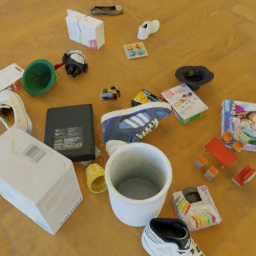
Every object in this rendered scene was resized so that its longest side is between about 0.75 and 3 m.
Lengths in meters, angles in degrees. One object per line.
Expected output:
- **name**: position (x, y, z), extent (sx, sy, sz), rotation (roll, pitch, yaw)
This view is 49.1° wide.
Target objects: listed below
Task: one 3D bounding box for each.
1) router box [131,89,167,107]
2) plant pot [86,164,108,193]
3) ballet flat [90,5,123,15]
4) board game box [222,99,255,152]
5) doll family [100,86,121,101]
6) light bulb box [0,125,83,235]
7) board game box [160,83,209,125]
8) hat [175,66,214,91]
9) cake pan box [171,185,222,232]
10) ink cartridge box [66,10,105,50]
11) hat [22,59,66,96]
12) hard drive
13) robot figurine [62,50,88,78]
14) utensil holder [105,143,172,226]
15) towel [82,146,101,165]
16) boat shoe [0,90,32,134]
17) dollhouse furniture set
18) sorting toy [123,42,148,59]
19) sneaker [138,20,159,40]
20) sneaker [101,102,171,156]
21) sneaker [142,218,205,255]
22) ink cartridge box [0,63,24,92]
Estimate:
- **router box**: position (0.852, -0.996, 11.476), extent (1.189, 0.303, 0.887), rotation (31, 60, 21)
- **plant pot**: position (-1.038, 1.615, 9.326), extent (0.799, 0.799, 0.752), rotation (-23, 41, -16)
- **ballet flat**: position (-1.185, -6.566, 15.492), extent (1.853, 0.430, 0.624), rotation (-1, 54, -1)
- **board game box**: position (4.683, -0.084, 10.728), extent (2.081, 0.429, 2.086), rotation (9, 54, 6)
- **doll family**: position (-0.682, -1.360, 11.326), extent (0.799, 0.543, 1.383), rotation (5, 30, -1)
- **light bulb box**: position (-2.784, 1.583, 8.297), extent (2.345, 2.365, 1.476), rotation (28, 57, 19)
- **board game box**: position (2.283, -1.020, 11.476), extent (1.260, 0.332, 1.647), rotation (-24, 57, -16)
- **hat**: position (2.805, -2.029, 11.986), extent (1.734, 0.700, 1.734), rotation (-3, 38, 2)
- **cake pan box**: position (2.136, 2.523, 8.882), extent (1.202, 0.341, 1.306), rotation (-10, 54, -10)
- **ink cartridge box**: position (-2.236, -4.827, 13.707), extent (2.152, 1.253, 0.726), rotation (27, 58, 19)
- **hat**: position (-3.455, -2.118, 12.399), extent (1.857, 1.635, 1.538), rotation (-37, 77, 8)
- **hard drive**: position (-2.155, 0.152, 10.355), extent (1.798, 0.424, 2.577), rotation (-7, 48, -3)
- **robot figurine**: position (-2.368, -2.896, 12.544), extent (0.826, 0.994, 1.323), rotation (-8, 52, 18)
- **utensil holder**: position (0.270, 1.765, 8.315), extent (1.816, 2.137, 1.816), rotation (0, 54, -1)
- **towel**: position (-1.520, 0.856, 10.175), extent (0.766, 0.216, 0.895), rotation (-36, 61, -24)
- **boat shoe**: position (-4.523, -0.684, 10.577), extent (0.913, 0.899, 2.576), rotation (-43, 57, 9)
- **dollhouse furniture set**: position (3.372, 1.073, 9.378), extent (1.747, 0.900, 1.728), rotation (-40, 72, -12)
- **sorting toy**: position (0.367, -3.798, 13.605), extent (1.006, 0.198, 1.087), rotation (-12, 54, -9)
- **sneaker**: position (1.113, -5.174, 14.345), extent (0.577, 0.657, 1.640), rotation (30, 58, 22)
- **sneaker**: position (0.459, 0.271, 10.089), extent (2.724, 1.097, 1.994), rotation (-11, 68, -8)
- **sneaker**: position (1.595, 3.469, 7.337), extent (2.923, 1.682, 1.103), rotation (32, 60, 21)
- **ink cartridge box**: position (-5.345, -1.919, 12.048), extent (1.079, 0.499, 1.980), rotation (35, 60, 23)
